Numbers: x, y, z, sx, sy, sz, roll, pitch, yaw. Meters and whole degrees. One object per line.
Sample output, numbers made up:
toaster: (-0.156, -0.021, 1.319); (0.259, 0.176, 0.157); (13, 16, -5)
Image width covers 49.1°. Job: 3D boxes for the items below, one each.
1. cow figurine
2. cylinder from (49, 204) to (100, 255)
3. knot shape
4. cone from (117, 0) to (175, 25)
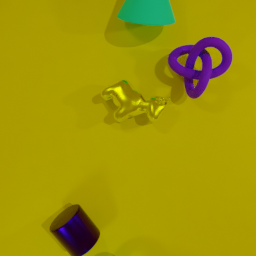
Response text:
cow figurine: (0.236, -0.746, 7.443); (1.521, 0.849, 1.546); (-31, 84, 2)
cylinder: (-1.253, 2.427, 6.648); (0.873, 0.873, 0.873); (-36, 103, -7)
knot shape: (1.763, -1.710, 7.401); (1.518, 0.750, 1.623); (43, 111, 31)
cone: (0.564, -3.712, 7.337); (1.622, 1.622, 1.628); (6, 122, 1)
